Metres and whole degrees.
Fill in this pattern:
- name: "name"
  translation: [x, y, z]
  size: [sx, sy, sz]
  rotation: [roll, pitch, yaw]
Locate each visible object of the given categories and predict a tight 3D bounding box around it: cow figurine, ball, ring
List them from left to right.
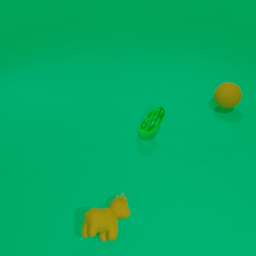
- name: "cow figurine"
  translation: [-0.448, 1.842, 5.947]
  size: [1.043, 0.573, 1.027]
  rotation: [26, 55, -30]
- name: "ring"
  translation: [0.713, -0.199, 8.416]
  size: [0.217, 1.087, 1.087]
  rotation: [36, 37, -16]
- name: "ball"
  translation: [3.332, -1.081, 9.359]
  size: [0.870, 0.870, 0.870]
  rotation: [0, 39, 0]
